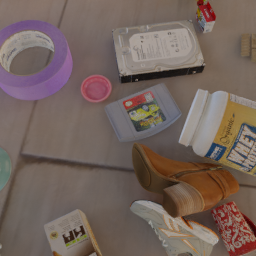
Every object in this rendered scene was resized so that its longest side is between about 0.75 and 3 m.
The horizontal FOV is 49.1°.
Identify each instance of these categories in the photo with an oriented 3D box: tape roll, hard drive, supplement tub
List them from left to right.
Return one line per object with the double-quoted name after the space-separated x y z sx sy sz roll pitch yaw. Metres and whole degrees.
-3.240 -2.283 9.341 2.647 0.868 2.647 0 68 -1 "tape roll"
0.996 -2.685 9.687 2.901 0.549 2.026 -8 68 -2 "hard drive"
2.964 0.113 7.779 2.681 1.940 1.940 20 69 9 "supplement tub"

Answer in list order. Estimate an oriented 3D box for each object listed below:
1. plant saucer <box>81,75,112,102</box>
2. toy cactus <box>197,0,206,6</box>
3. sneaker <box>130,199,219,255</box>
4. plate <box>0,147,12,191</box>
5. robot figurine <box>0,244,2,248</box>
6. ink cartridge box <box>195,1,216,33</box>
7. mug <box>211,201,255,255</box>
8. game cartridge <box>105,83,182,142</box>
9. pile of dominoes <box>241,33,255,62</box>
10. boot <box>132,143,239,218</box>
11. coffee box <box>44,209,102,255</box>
-1.045 -1.270 9.257 1.014 0.257 1.014 0 67 -1 "plant saucer"
2.095 -5.747 10.641 2.582 1.320 2.131 33 65 10 "toy cactus"
1.062 2.741 7.304 2.437 0.922 1.121 25 74 11 "sneaker"
-4.315 1.256 8.250 1.688 0.216 1.688 0 67 1 "plate"
-3.816 3.256 7.146 1.293 0.730 1.097 35 38 13 "robot figurine"
2.802 -4.018 10.123 0.347 0.726 0.827 -15 68 -6 "ink cartridge box"
2.850 2.674 7.489 0.833 1.109 1.249 -36 63 25 "mug"
0.515 -0.449 8.859 2.164 0.442 1.440 -24 74 -9 "game cartridge"
4.503 -2.887 10.021 0.984 0.201 1.263 11 60 5 "pile of dominoes"
1.496 1.152 7.815 2.136 1.055 2.751 -12 31 -26 "boot"
-1.088 3.314 6.798 0.935 1.341 2.344 -24 69 -9 "coffee box"
